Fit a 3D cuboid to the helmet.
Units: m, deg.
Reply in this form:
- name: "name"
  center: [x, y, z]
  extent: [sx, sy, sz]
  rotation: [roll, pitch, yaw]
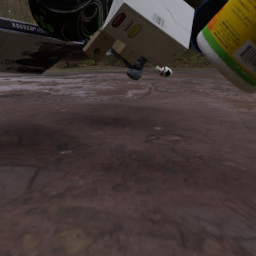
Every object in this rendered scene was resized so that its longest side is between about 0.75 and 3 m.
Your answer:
- name: "helmet"
  center: [-1.149, -2.654, 5.729]
  extent: [1.771, 1.771, 1.688]
  rotation: [-1, -1, -4]

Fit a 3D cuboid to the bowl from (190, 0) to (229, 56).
- name: "bowl"
  center: [2.820, -3.316, 9.183]
  extent: [0.385, 1.963, 1.963]
  rotation: [-1, 13, -34]

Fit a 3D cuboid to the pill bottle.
- name: "pill bottle"
  center: [2.511, -1.913, 4.347]
  extent: [1.467, 2.642, 1.467]
  rotation: [29, 36, -23]

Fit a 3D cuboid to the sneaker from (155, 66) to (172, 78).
- name: "sneaker"
  center: [1.514, -2.173, 11.159]
  extent: [0.503, 0.464, 1.259]
  rotation: [33, 19, 24]

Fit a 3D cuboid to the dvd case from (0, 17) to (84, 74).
- name: "dvd case"
  center: [-2.878, -1.963, 7.118]
  extent: [2.175, 0.358, 2.894]
  rotation: [-20, -6, 37]

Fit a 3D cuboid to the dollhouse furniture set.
- name: "dollhouse furniture set"
  center: [-0.785, -3.235, 9.984]
  extent: [1.675, 1.665, 2.376]
  rotation: [49, 14, 28]

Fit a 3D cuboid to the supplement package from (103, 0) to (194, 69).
- name: "supplement package"
  center: [0.648, -3.149, 8.128]
  extent: [2.184, 1.701, 1.211]
  rotation: [27, -30, -22]

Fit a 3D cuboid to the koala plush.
- name: "koala plush"
  center: [0.000, -3.126, 11.711]
  extent: [1.699, 1.506, 1.561]
  rotation: [25, 26, -16]
